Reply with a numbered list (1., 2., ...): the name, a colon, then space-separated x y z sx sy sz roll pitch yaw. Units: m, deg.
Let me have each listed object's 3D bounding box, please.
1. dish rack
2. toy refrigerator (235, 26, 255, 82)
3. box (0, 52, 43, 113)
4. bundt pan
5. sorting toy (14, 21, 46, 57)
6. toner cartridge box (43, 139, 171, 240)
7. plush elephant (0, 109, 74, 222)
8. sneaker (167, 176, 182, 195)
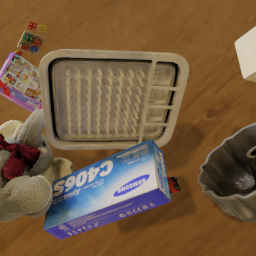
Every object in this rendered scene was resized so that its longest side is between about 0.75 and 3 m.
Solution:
1. dish rack: -0.294 -0.545 5.461 2.612 2.241 0.569 -1 41 -10
2. toy refrigerator: 2.656 -1.056 4.611 1.844 0.645 0.700 6 67 -29
3. box: -2.438 -1.006 6.819 0.279 1.428 0.977 8 69 41
4. bundt pan: 2.737 0.813 5.422 2.624 2.624 0.985 -37 99 -4
5. sorting toy: -2.467 -2.187 7.207 1.128 0.544 0.191 -49 46 29
6. toner cartridge box: -0.428 1.135 5.107 2.311 0.499 1.098 -25 39 19
7. plush elephant: -2.282 0.630 5.617 2.428 2.947 2.282 31 45 1
8. sneaker: 0.704 1.290 6.491 0.625 1.279 0.452 -35 47 18
